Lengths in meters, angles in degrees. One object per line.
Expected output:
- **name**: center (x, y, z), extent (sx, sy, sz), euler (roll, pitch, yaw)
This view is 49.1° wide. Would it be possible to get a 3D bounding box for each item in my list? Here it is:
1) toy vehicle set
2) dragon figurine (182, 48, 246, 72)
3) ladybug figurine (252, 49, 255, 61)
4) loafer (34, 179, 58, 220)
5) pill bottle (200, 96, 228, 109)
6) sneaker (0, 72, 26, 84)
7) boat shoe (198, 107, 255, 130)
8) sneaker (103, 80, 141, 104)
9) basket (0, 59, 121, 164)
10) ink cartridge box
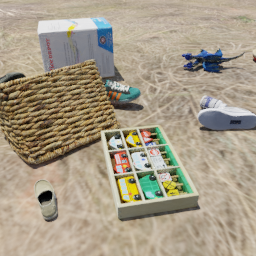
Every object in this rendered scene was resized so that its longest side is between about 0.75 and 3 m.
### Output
- **toy vehicle set**: center (0.362, 0.878, 6.829), extent (1.718, 0.367, 2.766), euler (-7, 34, -10)
- **dragon figurine**: center (3.721, -2.974, 12.340), extent (2.668, 0.785, 1.327), euler (9, 34, 14)
- **ladybug figurine**: center (6.344, -3.379, 13.241), extent (0.883, 0.468, 1.301), euler (5, 33, 9)
- **loafer**: center (-1.745, 1.432, 5.965), extent (0.421, 0.380, 1.112), euler (-16, 36, -22)
- **pill bottle**: center (2.824, -0.738, 9.221), extent (0.810, 0.450, 0.450), euler (29, 43, 36)
- **sneaker**: center (-4.810, -1.385, 9.726), extent (1.465, 0.977, 2.557), euler (22, 44, 20)
- **boat shoe**: center (2.963, -0.324, 8.513), extent (1.829, 0.673, 0.598), euler (8, 28, -7)
- **sneaker**: center (-0.448, -1.253, 9.428), extent (1.748, 0.698, 0.624), euler (-2, 39, 15)
- **basket**: center (-2.167, -0.422, 8.298), extent (3.000, 2.235, 2.141), euler (-26, 8, -33)
- **ink cartridge box**: center (-2.161, -3.297, 11.658), extent (2.800, 2.062, 2.026), euler (-8, 34, -13)
